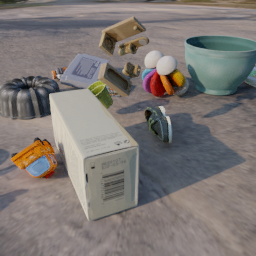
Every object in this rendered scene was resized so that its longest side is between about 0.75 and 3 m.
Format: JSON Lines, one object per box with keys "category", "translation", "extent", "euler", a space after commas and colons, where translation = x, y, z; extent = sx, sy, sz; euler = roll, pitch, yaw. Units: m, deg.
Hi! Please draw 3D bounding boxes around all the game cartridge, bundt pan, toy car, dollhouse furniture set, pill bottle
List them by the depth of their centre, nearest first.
{"category": "toy car", "translation": [-2.577, 1.156, 5.980], "extent": [2.527, 1.239, 0.841], "euler": [-35, 87, -23]}
{"category": "dollhouse furniture set", "translation": [0.005, -1.616, 6.618], "extent": [1.009, 1.178, 1.239], "euler": [-7, 63, 41]}
{"category": "bundt pan", "translation": [-3.369, -1.164, 9.589], "extent": [2.297, 0.862, 2.297], "euler": [1, 30, 0]}
{"category": "toy car", "translation": [1.218, -1.829, 10.429], "extent": [1.402, 1.637, 1.870], "euler": [-44, 40, -2]}
{"category": "game cartridge", "translation": [-1.609, -2.275, 11.464], "extent": [1.607, 0.494, 2.415], "euler": [12, 38, 2]}
{"category": "pill bottle", "translation": [-2.755, -2.349, 12.035], "extent": [0.981, 0.521, 0.521], "euler": [-15, 33, -22]}

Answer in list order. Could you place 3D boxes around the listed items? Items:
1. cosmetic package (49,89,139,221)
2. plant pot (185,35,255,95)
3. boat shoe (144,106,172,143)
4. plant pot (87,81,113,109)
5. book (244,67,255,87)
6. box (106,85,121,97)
{"category": "cosmetic package", "translation": [-0.865, 0.370, 6.177], "extent": [1.084, 1.536, 2.966], "euler": [-11, 32, -20]}
{"category": "plant pot", "translation": [3.468, -2.354, 10.710], "extent": [2.727, 1.827, 2.727], "euler": [0, 29, 0]}
{"category": "boat shoe", "translation": [0.838, -0.107, 7.909], "extent": [0.582, 0.696, 1.947], "euler": [-1, 23, -3]}
{"category": "plant pot", "translation": [-0.850, -0.957, 8.714], "extent": [0.772, 0.710, 0.772], "euler": [-21, 40, 19]}
{"category": "book", "translation": [5.612, -1.920, 11.441], "extent": [1.291, 0.465, 1.933], "euler": [-17, 35, -21]}
{"category": "box", "translation": [-0.549, -1.531, 10.812], "extent": [0.688, 0.190, 1.007], "euler": [4, 35, 7]}
